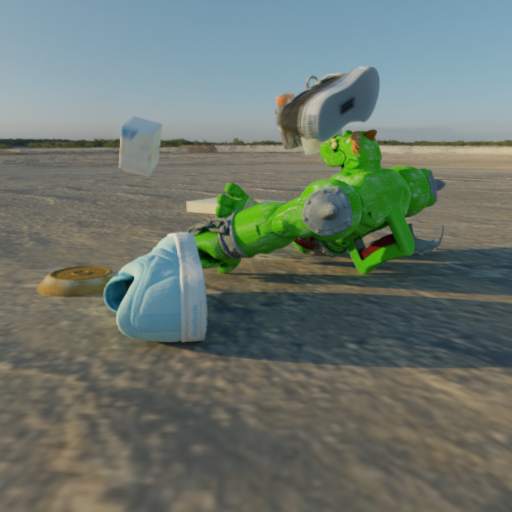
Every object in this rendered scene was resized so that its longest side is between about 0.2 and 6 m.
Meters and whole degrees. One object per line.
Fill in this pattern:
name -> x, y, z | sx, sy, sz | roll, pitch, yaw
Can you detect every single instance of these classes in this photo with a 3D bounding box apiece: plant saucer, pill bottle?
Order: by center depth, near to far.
plant saucer -> -2.700, 0.362, 8.632 | 1.289, 0.228, 1.289 | 0, 12, 0
pill bottle -> 0.654, -2.555, 10.578 | 0.517, 0.973, 0.517 | -14, 20, 5

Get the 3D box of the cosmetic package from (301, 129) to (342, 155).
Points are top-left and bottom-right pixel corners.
cosmetic package -> 1.172, -2.201, 10.068 | 0.550, 0.547, 0.657 | -7, 22, 29

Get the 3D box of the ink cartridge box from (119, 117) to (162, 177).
ink cartridge box -> -2.268, -2.092, 10.954 | 0.635, 0.987, 0.618 | 15, 35, 0

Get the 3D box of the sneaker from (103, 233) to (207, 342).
sneaker -> -1.313, 0.278, 7.056 | 1.145, 1.033, 2.795 | 1, 10, -12

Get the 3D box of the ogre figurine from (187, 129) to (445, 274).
ogre figurine -> 1.340, -0.770, 9.776 | 4.639, 2.276, 2.781 | 9, -15, -41

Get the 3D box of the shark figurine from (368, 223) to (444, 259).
shark figurine -> 3.151, -0.342, 11.092 | 1.603, 0.669, 0.958 | -4, 13, -10

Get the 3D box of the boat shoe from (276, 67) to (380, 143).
boat shoe -> 1.198, -2.461, 9.028 | 0.857, 0.926, 2.509 | 17, 41, 30

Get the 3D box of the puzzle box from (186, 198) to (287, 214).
puzzle box -> -0.605, -1.543, 17.634 | 2.709, 0.344, 1.802 | 8, 14, 35
